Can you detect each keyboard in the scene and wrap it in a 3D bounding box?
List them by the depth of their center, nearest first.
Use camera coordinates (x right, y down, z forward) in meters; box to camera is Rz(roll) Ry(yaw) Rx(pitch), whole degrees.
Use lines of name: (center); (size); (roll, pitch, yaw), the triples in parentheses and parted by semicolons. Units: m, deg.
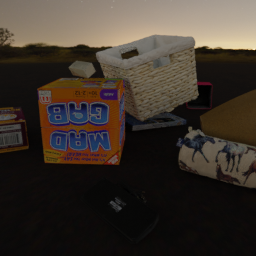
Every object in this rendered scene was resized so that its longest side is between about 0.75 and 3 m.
keyboard: (-0.101, 1.616, 5.740); (1.005, 0.383, 1.931); (-36, 34, -25)

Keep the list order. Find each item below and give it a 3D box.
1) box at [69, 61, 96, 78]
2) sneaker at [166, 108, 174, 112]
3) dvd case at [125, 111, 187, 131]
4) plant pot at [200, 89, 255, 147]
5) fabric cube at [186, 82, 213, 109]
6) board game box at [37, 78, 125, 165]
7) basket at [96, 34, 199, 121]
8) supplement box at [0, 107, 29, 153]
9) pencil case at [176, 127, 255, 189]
box: (-1.526, -1.953, 9.308); (0.877, 0.341, 0.416); (21, 59, 44)
sneaker: (1.228, -1.531, 13.492); (2.758, 1.534, 1.059); (-8, 21, -31)
dvd case: (0.803, -0.404, 11.780); (2.780, 0.244, 1.983); (-7, 21, -31)
plant pot: (3.432, -0.011, 7.974); (2.551, 2.377, 2.377); (-9, 15, 12)
fabric cube: (3.726, -1.746, 14.813); (1.254, 1.278, 1.274); (2, 15, 8)
board game box: (-1.247, -0.317, 8.595); (2.168, 2.166, 2.166); (1, 17, 4)
basket: (0.736, -2.104, 10.852); (2.894, 2.349, 2.921); (-23, 28, -17)
supplement box: (-4.178, -0.005, 9.615); (1.256, 0.975, 2.276); (-7, 18, -22)
pencil case: (2.514, 0.757, 6.850); (2.595, 1.161, 1.010); (12, 15, 33)
